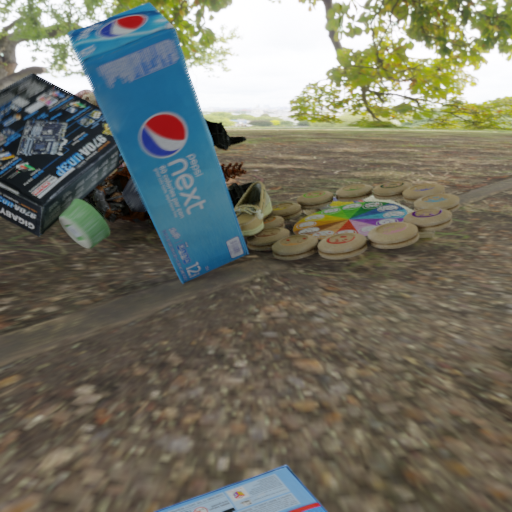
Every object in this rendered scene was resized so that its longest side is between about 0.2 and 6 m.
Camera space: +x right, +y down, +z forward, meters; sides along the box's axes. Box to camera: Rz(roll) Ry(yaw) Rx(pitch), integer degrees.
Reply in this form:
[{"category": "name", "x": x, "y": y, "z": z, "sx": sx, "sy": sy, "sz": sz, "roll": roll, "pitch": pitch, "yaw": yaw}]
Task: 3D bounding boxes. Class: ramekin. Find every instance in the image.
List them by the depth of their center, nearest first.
[{"category": "ramekin", "x": -2.778, "y": -0.489, "z": 8.997, "sx": 0.793, "sy": 0.793, "sz": 0.387, "roll": 15, "pitch": 53, "yaw": 41}]

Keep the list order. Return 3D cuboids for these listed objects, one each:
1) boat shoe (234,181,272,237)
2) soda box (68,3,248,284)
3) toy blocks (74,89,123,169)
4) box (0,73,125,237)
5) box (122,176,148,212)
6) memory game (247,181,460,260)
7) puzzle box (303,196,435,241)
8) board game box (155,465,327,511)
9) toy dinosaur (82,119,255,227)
[{"category": "boat shoe", "x": -0.139, "y": -0.798, "z": 9.763, "sx": 0.656, "sy": 0.566, "sz": 1.799, "roll": -4, "pitch": 22, "yaw": 20}, {"category": "soda box", "x": -1.102, "y": -1.246, "z": 6.971, "sx": 1.045, "sy": 3.258, "sz": 1.105, "roll": -24, "pitch": 43, "yaw": -8}, {"category": "toy blocks", "x": -3.552, "y": -2.248, "z": 11.954, "sx": 2.436, "sy": 2.704, "sz": 2.894, "roll": 6, "pitch": 13, "yaw": 40}, {"category": "box", "x": -3.864, "y": -1.914, "z": 9.830, "sx": 2.392, "sy": 0.692, "sz": 3.009, "roll": 27, "pitch": 43, "yaw": 3}, {"category": "box", "x": -1.662, "y": -1.112, "z": 9.422, "sx": 0.912, "sy": 0.476, "sz": 0.675, "roll": 7, "pitch": 54, "yaw": 18}, {"category": "memory game", "x": 1.576, "y": -0.717, "z": 9.723, "sx": 3.742, "sy": 0.238, "sz": 3.742, "roll": -10, "pitch": 20, "yaw": 4}, {"category": "puzzle box", "x": 2.125, "y": -0.799, "z": 11.159, "sx": 1.804, "sy": 0.345, "sz": 2.711, "roll": -3, "pitch": 16, "yaw": -8}, {"category": "board game box", "x": 0.019, "y": 1.697, "z": 2.412, "sx": 1.316, "sy": 0.318, "sz": 1.739, "roll": -8, "pitch": 18, "yaw": -27}, {"category": "toy dinosaur", "x": -1.638, "y": -1.612, "z": 11.449, "sx": 2.773, "sy": 2.087, "sz": 4.085, "roll": -11, "pitch": 29, "yaw": 41}]
